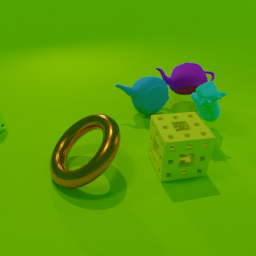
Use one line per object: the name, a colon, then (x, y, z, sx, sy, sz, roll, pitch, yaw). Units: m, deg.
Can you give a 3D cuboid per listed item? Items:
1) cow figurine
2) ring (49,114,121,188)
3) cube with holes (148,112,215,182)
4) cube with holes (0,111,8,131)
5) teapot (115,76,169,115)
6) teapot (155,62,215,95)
cow figurine: (2.112, -0.629, 7.286, 0.701, 1.277, 1.257, -25, 26, 4)
ring: (-0.966, 0.457, 6.137, 1.848, 0.370, 1.848, -23, 43, 23)
cube with holes: (1.135, 0.396, 6.319, 1.067, 1.067, 1.067, -5, 34, -11)
cube with holes: (-3.920, -0.294, 7.645, 0.756, 0.756, 0.756, -35, 49, -27)
teapot: (0.539, -1.042, 8.491, 1.939, 1.206, 0.949, 4, 26, -37)
teapot: (1.847, -1.640, 8.999, 1.975, 0.967, 1.228, 0, -13, -7)
